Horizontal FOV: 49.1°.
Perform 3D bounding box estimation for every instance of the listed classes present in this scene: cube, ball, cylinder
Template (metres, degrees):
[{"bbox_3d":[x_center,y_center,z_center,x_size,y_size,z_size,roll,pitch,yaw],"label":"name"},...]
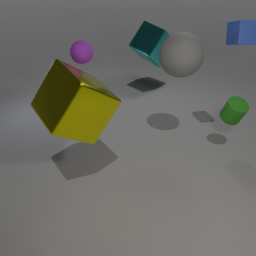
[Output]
[{"bbox_3d":[-1.325,-0.631,7.083,1.400,1.400,1.400,18,20,-49],"label":"cube"},{"bbox_3d":[-1.397,-2.286,8.445,0.700,0.700,0.700,0,29,0],"label":"ball"},{"bbox_3d":[3.516,-2.915,8.586,0.700,0.700,0.700,-5,17,-13],"label":"cube"},{"bbox_3d":[1.683,-2.296,8.830,1.400,1.400,1.400,0,29,0],"label":"ball"},{"bbox_3d":[3.462,-0.563,9.148,0.700,0.700,0.700,6,54,-8],"label":"cylinder"},{"bbox_3d":[1.188,-4.012,13.509,1.400,1.400,1.400,38,9,31],"label":"cube"}]
